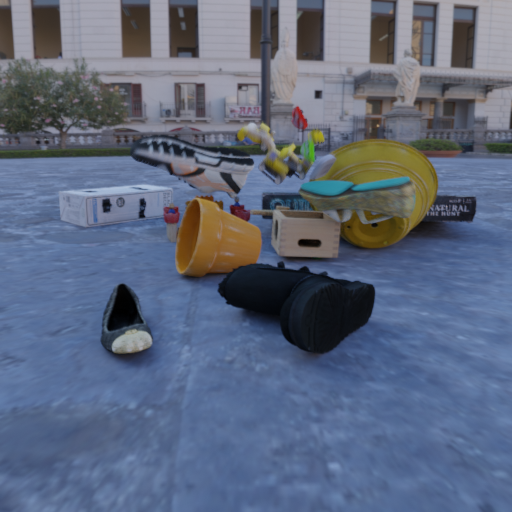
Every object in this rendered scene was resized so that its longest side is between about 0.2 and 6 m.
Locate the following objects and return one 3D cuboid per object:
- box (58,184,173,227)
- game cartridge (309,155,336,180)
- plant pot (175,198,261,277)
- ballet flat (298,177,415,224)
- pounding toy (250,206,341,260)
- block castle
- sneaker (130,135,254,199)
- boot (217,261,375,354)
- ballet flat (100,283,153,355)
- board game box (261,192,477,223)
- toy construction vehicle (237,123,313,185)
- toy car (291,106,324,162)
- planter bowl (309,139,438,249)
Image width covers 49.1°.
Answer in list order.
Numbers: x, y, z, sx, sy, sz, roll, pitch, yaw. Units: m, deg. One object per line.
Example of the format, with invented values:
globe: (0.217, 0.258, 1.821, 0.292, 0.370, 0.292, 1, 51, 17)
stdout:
box: (-3.893, -1.463, 15.782, 2.769, 0.832, 1.615, -13, 18, -43)
game cartridge: (1.319, -1.750, 10.963, 0.145, 0.471, 0.708, 43, 30, 11)
plant pot: (-0.621, -0.228, 9.776, 1.222, 1.334, 1.334, 12, 8, -22)
ballet flat: (1.749, -0.959, 10.051, 2.356, 0.833, 0.833, 4, 12, 42)
pounding toy: (0.672, -0.492, 11.429, 1.630, 0.849, 1.855, 2, 12, -7)
block castle: (-1.174, -0.903, 13.150, 1.978, 0.928, 1.322, -2, 13, -9)
sneaker: (-1.519, -2.000, 13.001, 2.844, 1.138, 1.048, 11, 36, -14)
boot: (0.335, 0.542, 7.143, 1.815, 0.820, 2.215, 10, 9, 30)
ballet flat: (-1.625, 0.778, 6.810, 0.582, 0.497, 1.750, -5, 14, -20)
board game box: (2.669, -1.249, 14.266, 4.853, 0.683, 3.282, 1, 5, 5)
toy construction vehicle: (0.405, -1.997, 10.578, 1.513, 0.533, 1.317, 40, 31, -5)
toy car: (0.860, -1.961, 9.545, 0.211, 0.889, 0.945, -19, -35, 32)
planter bowl: (2.432, -0.973, 11.663, 2.745, 2.745, 1.143, 1, 48, 6)
